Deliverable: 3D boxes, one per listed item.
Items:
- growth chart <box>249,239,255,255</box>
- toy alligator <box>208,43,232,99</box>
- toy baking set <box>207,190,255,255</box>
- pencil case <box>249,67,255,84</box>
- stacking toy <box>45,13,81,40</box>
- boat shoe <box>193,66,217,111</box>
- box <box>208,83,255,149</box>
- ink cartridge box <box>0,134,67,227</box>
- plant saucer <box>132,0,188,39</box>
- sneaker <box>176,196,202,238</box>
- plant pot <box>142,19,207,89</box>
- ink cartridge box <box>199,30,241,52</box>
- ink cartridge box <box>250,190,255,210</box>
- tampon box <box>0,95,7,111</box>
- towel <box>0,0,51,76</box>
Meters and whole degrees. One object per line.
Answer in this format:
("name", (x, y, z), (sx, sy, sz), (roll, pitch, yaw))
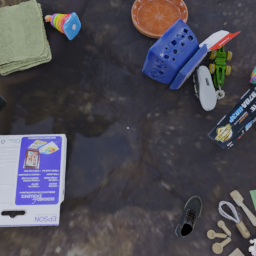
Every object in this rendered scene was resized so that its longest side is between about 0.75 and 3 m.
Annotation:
("growth chart", (3.588, 3.444, 7.236), (0.881, 0.108, 1.218), (-8, 81, -15))
("toy alligator", (2.901, -1.788, 8.986), (0.644, 0.467, 1.942), (9, 78, 3))
("toy baking set", (3.006, 2.759, 7.543), (1.490, 0.226, 1.941), (27, 74, 7))
("pencil case", (4.854, -1.400, 8.555), (2.065, 0.913, 0.913), (24, 73, 13))
("stacking toy", (-2.333, -3.621, 9.549), (1.288, 0.707, 0.748), (25, 76, 21))
("boat shoe", (2.364, -1.182, 8.755), (0.537, 0.484, 1.519), (8, 65, -20))
("box", (2.965, -0.248, 7.259), (0.506, 2.198, 1.747), (45, 102, 20))
("ink cartridge box", (-3.027, 1.436, 7.824), (2.503, 0.548, 2.526), (-1, 69, 0))
("plant saucer", (1.091, -3.931, 9.760), (1.936, 0.313, 1.936), (0, 71, 1))
("sneaker", (1.702, 2.373, 7.471), (0.454, 0.645, 1.215), (26, 73, 8))
("plant pot", (1.461, -2.122, 8.596), (1.325, 1.474, 1.474), (39, 76, 4))
("ink cartridge box", (2.812, -2.792, 8.936), (0.976, 1.201, 0.343), (-39, 100, -12))
("ink cartridge box", (4.575, 2.007, 7.605), (2.082, 0.617, 1.081), (-10, 73, -3))
("tampon box", (-5.058, -0.425, 7.755), (1.572, 1.866, 2.490), (27, 74, 9))
("towel", (-3.662, -3.071, 9.392), (1.897, 0.467, 2.557), (-15, 73, -4))
